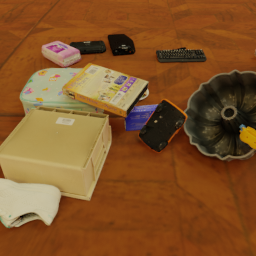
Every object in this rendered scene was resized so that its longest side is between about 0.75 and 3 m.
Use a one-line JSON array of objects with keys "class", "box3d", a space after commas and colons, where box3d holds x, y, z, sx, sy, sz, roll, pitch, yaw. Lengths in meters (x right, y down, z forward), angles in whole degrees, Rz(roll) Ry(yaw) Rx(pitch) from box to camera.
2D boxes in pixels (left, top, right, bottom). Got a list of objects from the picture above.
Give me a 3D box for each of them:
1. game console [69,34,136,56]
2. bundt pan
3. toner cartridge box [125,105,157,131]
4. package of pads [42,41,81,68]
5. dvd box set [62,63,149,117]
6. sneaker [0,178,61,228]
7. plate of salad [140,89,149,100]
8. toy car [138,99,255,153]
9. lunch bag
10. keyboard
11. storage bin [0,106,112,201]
[{"class": "game console", "box3d": [-1.188, -3.759, 12.726, 2.946, 0.355, 1.738, -5, 40, -8]}, {"class": "bundt pan", "box3d": [2.741, -0.229, 7.324, 2.446, 0.918, 2.446, -14, 62, 29]}, {"class": "toner cartridge box", "box3d": [0.618, -0.317, 8.288, 1.433, 0.680, 0.309, -5, 40, -6]}, {"class": "package of pads", "box3d": [-2.807, -3.107, 11.737, 1.535, 0.581, 0.925, 31, 48, 32]}, {"class": "dvd box set", "box3d": [-0.605, -1.107, 7.781, 1.966, 0.289, 1.438, 20, 47, 16]}, {"class": "sneaker", "box3d": [-2.549, 1.645, 5.894, 2.109, 0.793, 0.933, 2, 47, 0]}, {"class": "plate of salad", "box3d": [0.168, -1.308, 9.809, 1.127, 0.271, 1.127, 0, 40, 0]}, {"class": "toy car", "box3d": [1.799, 0.224, 7.251, 2.915, 1.430, 0.970, 23, 22, 19]}, {"class": "lunch bag", "box3d": [-1.988, -0.989, 8.843, 2.552, 0.984, 2.047, 2, 44, 4]}, {"class": "keyboard", "box3d": [2.265, -3.230, 12.155, 2.064, 0.265, 1.239, -1, 39, -2]}, {"class": "storage bin", "box3d": [-1.717, 0.476, 7.071, 2.174, 1.019, 2.158, 7, 39, 10]}]
